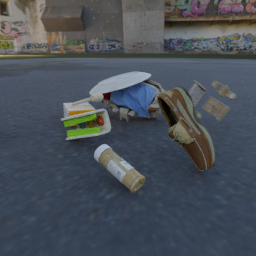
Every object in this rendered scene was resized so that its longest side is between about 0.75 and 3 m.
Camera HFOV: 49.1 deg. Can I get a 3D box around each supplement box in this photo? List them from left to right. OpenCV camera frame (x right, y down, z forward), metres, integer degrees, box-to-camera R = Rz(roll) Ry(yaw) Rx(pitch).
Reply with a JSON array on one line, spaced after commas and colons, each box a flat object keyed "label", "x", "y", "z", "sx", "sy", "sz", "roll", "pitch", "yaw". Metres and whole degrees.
[{"label": "supplement box", "x": -1.579, "y": -0.470, "z": 9.068, "sx": 0.854, "sy": 0.498, "sz": 1.355, "roll": -5, "pitch": 17, "yaw": -18}]

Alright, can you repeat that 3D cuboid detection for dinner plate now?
[{"label": "dinner plate", "x": -0.283, "y": -1.509, "z": 9.028, "sx": 2.077, "sy": 0.252, "sz": 2.077, "roll": -15, "pitch": 19, "yaw": 5}]

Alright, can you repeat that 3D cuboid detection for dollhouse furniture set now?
[{"label": "dollhouse furniture set", "x": 2.030, "y": -0.806, "z": 7.293, "sx": 1.402, "sy": 1.196, "sz": 0.684, "roll": 27, "pitch": 14, "yaw": -41}]

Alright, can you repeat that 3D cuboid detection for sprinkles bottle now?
[{"label": "sprinkles bottle", "x": -0.165, "y": 0.703, "z": 4.990, "sx": 1.017, "sy": 0.347, "sz": 0.347, "roll": 37, "pitch": 36, "yaw": 30}]

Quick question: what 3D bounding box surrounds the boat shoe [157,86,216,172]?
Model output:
[{"label": "boat shoe", "x": 1.080, "y": 0.044, "z": 5.543, "sx": 0.655, "sy": 1.773, "sz": 0.671, "roll": -16, "pitch": -18, "yaw": -21}]

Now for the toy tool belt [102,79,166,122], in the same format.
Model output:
[{"label": "toy tool belt", "x": 0.036, "y": -0.954, "z": 9.015, "sx": 2.321, "sy": 1.449, "sz": 1.426, "roll": 11, "pitch": 14, "yaw": 15}]

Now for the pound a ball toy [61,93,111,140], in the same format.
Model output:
[{"label": "pound a ball toy", "x": -0.992, "y": -0.282, "z": 6.898, "sx": 1.473, "sy": 0.960, "sz": 0.626, "roll": -10, "pitch": 7, "yaw": 42}]
